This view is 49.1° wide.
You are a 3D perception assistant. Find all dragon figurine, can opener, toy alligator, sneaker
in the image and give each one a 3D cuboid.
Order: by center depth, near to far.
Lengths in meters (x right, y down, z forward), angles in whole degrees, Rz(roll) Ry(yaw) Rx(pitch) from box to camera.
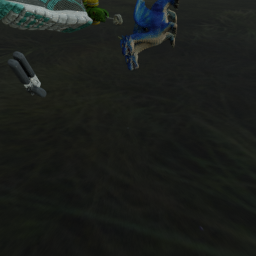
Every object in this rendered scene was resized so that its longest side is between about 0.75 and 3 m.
[{"bbox_3d":[-2.224,-1.152,6.438,0.503,1.504,0.401,25,73,7],"label":"can opener"},{"bbox_3d":[-2.093,-3.108,6.870,1.057,1.243,2.725,-10,6,35],"label":"sneaker"},{"bbox_3d":[0.544,-2.758,7.019,1.371,0.811,2.757,6,73,5],"label":"dragon figurine"},{"bbox_3d":[-1.061,-3.460,8.391,0.515,0.710,2.143,-33,48,-32],"label":"toy alligator"}]
